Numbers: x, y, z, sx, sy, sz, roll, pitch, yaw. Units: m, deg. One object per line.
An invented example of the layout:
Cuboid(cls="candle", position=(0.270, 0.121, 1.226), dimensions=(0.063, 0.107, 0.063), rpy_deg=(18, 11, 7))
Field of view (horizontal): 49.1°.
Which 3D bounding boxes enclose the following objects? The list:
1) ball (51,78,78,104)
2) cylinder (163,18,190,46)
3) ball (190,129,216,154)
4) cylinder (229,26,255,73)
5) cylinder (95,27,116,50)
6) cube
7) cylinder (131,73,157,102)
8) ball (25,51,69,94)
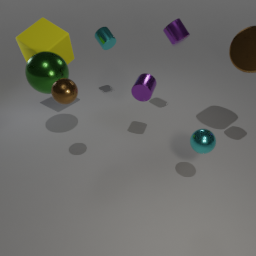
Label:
Cuboid(cls="ball", position=(-1.684, -0.977, 7.456), dimensions=(0.700, 0.700, 0.700), rpy_deg=(0, 32, 0))
Cuboid(cls="cylinder", position=(1.726, -3.398, 9.979), dimensions=(0.700, 0.700, 0.700), rpy_deg=(-34, 3, 2))
Cuboid(cls="ball", position=(2.064, 0.366, 7.720), dimensions=(0.700, 0.700, 0.700), rpy_deg=(0, 32, 0))
Cuboid(cls="cylinder", position=(4.187, -2.498, 9.080), dimensions=(1.400, 1.400, 1.400), rpy_deg=(23, 22, 31))
Cuboid(cls="cylinder", position=(-0.965, -3.837, 12.005), dimensions=(0.700, 0.700, 0.700), rpy_deg=(-25, 74, -34))
Cuboid(cls="cube", position=(-3.137, -3.058, 10.810), dimensions=(1.400, 1.400, 1.400), rpy_deg=(35, 67, 16))
Cuboid(cls="cylinder", position=(0.542, -1.365, 9.423), dimensions=(0.700, 0.700, 0.700), rpy_deg=(10, 44, 16))
Cuboid(cls="ball", position=(-2.671, -1.835, 9.302), dimensions=(1.400, 1.400, 1.400), rpy_deg=(0, 32, 0))
